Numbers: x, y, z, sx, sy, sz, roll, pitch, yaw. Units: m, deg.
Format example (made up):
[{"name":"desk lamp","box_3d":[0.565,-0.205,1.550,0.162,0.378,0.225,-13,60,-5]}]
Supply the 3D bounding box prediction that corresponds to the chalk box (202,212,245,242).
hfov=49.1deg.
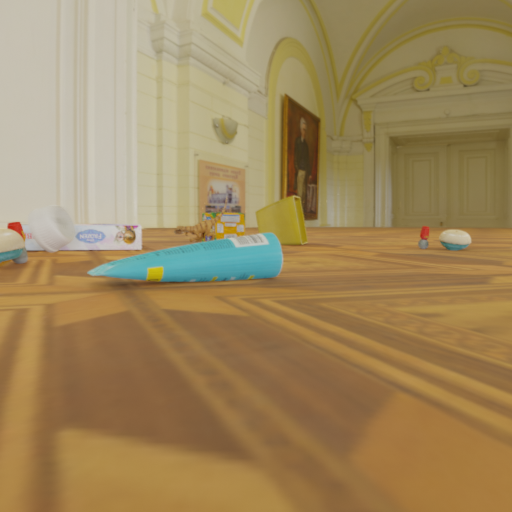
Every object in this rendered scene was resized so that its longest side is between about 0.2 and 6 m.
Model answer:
[{"name":"chalk box","box_3d":[-1.012,-0.783,16.124,0.930,0.923,1.490,-1,4,-25]}]

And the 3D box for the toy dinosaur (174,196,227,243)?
[{"name":"toy dinosaur","box_3d":[-1.300,-0.777,14.820,1.795,0.953,0.542,-29,47,-33]}]

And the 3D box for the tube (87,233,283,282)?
[{"name":"tube","box_3d":[-0.797,0.081,6.582,2.224,0.560,0.861,-5,-3,-23]}]

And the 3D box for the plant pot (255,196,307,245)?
[{"name":"plant pot","box_3d":[0.712,-0.931,16.192,1.214,1.376,1.376,-10,2,13]}]

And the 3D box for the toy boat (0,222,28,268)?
[{"name":"toy boat","box_3d":[-4.028,-0.095,8.707,1.250,0.691,1.487,-4,11,10]}]

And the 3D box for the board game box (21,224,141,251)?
[{"name":"board game box","box_3d":[-4.425,-0.506,14.221,2.994,0.616,2.987,-1,4,-13]}]

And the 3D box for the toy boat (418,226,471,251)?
[{"name":"toy boat","box_3d":[4.516,-0.359,13.455,1.200,0.558,1.009,11,13,29]}]

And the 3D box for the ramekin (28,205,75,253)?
[{"name":"ramekin","box_3d":[-4.072,-0.579,11.259,0.490,0.933,0.933,-22,0,11]}]
